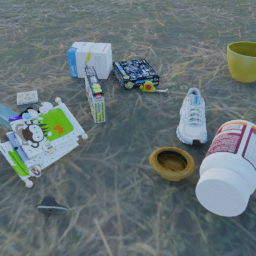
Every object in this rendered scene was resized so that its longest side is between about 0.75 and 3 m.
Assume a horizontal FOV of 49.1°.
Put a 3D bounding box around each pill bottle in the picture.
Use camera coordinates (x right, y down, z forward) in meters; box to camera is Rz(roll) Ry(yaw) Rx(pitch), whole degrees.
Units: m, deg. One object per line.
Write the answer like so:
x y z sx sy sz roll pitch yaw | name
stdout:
2.971 1.059 8.027 1.527 1.527 2.787 18 40 23 | pill bottle

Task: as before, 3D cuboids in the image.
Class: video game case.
-4.521 -1.366 12.586 0.879 0.111 0.966 -11 37 -14 | video game case

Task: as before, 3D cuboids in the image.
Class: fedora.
1.339 1.190 8.646 1.459 0.595 1.459 -1 35 1 | fedora

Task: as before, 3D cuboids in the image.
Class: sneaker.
-3.864 -0.488 10.623 1.316 0.655 0.458 -5 17 -40 | sneaker
-1.999 2.078 7.646 0.857 0.320 0.455 4 39 8 | sneaker
2.415 -0.542 10.499 1.091 1.261 2.910 4 37 3 | sneaker

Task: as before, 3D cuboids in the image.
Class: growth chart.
-2.811 0.279 9.269 2.145 0.263 2.964 46 51 3 | growth chart

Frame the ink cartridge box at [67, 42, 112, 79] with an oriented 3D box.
-1.894 -3.465 14.360 1.956 1.415 1.440 5 36 6 | ink cartridge box

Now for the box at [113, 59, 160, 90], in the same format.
0.352 -2.771 14.159 1.826 0.529 2.298 -10 37 -13 | box

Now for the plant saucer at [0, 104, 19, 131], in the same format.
-4.330 -0.299 10.165 1.919 1.919 0.369 36 91 39 | plant saucer

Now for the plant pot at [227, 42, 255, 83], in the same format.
5.896 -3.160 13.843 2.167 1.538 2.167 0 35 0 | plant pot

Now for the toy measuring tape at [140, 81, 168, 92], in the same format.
1.204 -1.932 13.010 1.315 0.484 0.484 2 36 8 | toy measuring tape

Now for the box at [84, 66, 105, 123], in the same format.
-1.403 -1.449 11.642 0.429 1.361 2.473 -8 36 -12 | box
